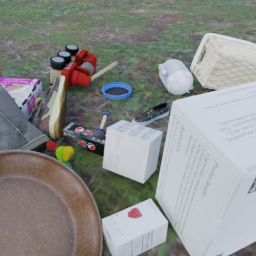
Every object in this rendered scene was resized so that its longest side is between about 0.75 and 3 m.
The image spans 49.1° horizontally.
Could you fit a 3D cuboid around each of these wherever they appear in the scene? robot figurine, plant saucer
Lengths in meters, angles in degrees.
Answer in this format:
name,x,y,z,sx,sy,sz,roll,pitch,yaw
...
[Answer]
name,x,y,z,sx,sy,sz,roll,pitch,yaw
robot figurine,1.813,-1.916,10.578,1.542,1.026,1.818,20,29,-24
plant saucer,-1.800,1.803,4.748,2.940,0.538,2.940,23,50,-30

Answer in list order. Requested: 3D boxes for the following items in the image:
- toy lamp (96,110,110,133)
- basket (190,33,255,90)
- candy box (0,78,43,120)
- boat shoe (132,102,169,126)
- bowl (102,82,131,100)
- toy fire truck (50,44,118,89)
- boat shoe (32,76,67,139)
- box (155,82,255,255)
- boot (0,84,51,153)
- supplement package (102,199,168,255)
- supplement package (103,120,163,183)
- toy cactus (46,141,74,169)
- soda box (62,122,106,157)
name,x,y,z,sx,sy,sz,roll,pitch,yaw
toy lamp,-0.772,-0.099,8.579,0.284,0.284,0.976,8,51,11
basket,3.753,-2.233,10.218,2.378,1.612,1.467,9,40,-12
candy box,-3.997,-0.842,9.324,1.648,0.737,2.417,2,36,2
boat shoe,0.742,-0.473,9.099,1.437,0.407,0.493,-22,40,-29
bowl,-0.420,-1.387,10.540,1.105,0.217,1.105,0,35,0
toy fire truck,-1.604,-2.365,11.011,2.420,1.557,2.130,16,37,4
boat shoe,-2.485,-0.808,8.981,0.970,1.096,2.993,0,35,-8
box,2.211,0.762,5.303,2.739,2.725,1.790,-14,44,-20
boot,-3.603,-0.050,7.275,2.596,0.942,2.360,46,38,8
supplement package,0.130,1.990,5.449,1.096,0.656,0.664,-17,39,-22
supplement package,0.114,0.544,6.945,1.155,1.105,0.850,18,24,22
toy cactus,-1.732,1.177,6.197,2.125,1.317,2.575,25,23,9
soda box,-1.132,0.314,7.914,1.423,0.504,0.451,18,42,22
